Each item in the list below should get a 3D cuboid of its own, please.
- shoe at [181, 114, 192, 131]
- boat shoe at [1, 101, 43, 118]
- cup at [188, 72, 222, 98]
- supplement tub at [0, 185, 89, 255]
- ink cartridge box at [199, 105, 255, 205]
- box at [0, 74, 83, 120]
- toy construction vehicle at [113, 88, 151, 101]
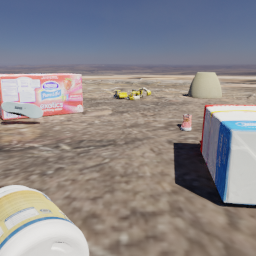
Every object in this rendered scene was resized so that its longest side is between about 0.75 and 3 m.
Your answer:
[{"bbox_3d":[1.585,-0.164,7.599,0.276,0.352,0.774,3,13,13],"label":"shoe"},{"bbox_3d":[-3.028,-0.533,8.054,1.122,0.397,0.509,13,-5,-21],"label":"boat shoe"},{"bbox_3d":[4.129,-2.319,14.980,1.800,1.288,1.800,0,12,0],"label":"cup"},{"bbox_3d":[-0.812,0.888,2.224,0.684,0.684,0.945,-9,16,-35],"label":"supplement tub"},{"bbox_3d":[2.153,0.200,4.566,1.681,0.973,2.893,2,12,7],"label":"ink cartridge box"},{"bbox_3d":[-3.076,-1.181,9.710,2.746,1.409,1.300,-9,16,-33],"label":"box"},{"bbox_3d":[0.205,-1.761,14.170,1.352,0.547,1.553,-9,16,-35],"label":"toy construction vehicle"}]
